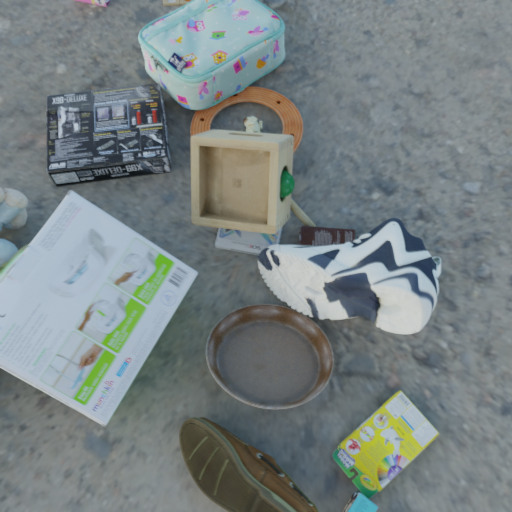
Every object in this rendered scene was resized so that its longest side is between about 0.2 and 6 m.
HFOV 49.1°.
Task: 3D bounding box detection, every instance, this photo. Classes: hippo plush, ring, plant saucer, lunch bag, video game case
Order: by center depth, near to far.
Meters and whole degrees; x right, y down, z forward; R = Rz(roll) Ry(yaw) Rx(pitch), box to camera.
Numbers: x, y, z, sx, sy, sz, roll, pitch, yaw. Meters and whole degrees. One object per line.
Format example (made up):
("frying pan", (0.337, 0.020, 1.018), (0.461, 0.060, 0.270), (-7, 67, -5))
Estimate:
("plant saucer", (0.229, 1.807, 9.975), (2.265, 0.363, 2.265), (5, 43, -5))
("hippo plush", (-5.337, -0.415, 10.609), (1.985, 1.581, 1.596), (-8, 66, -4))
("video game case", (-0.084, -0.703, 11.506), (1.262, 0.152, 1.385), (10, 68, 4))
("ring", (-0.207, -2.739, 12.201), (2.451, 0.235, 2.451), (0, 60, 1))
("lunch bag", (-1.047, -4.739, 12.550), (2.998, 1.155, 2.404), (-35, 67, -18))

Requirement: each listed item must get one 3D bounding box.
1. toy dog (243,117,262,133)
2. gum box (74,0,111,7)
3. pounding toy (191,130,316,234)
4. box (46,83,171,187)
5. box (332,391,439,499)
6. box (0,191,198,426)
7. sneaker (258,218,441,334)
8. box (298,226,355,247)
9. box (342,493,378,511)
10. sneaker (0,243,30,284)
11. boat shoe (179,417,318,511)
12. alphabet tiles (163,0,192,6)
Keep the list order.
("toy dog", (-0.074, -2.799, 12.269), (0.387, 0.537, 0.554), (3, 62, -35))
("gum box", (-3.901, -7.040, 13.967), (0.895, 0.522, 1.578), (14, 68, 7))
("pounding toy", (0.023, -1.337, 10.780), (2.138, 1.520, 1.968), (8, 111, 15))
("box", (-3.189, -2.631, 12.057), (2.512, 0.625, 1.981), (-8, 67, -4))
("box", (2.206, 3.275, 9.706), (1.691, 0.409, 0.992), (-36, 72, -17))
("box", (-2.955, 0.903, 9.633), (2.639, 1.446, 2.991), (33, 69, -11))
("sneaker", (1.897, 0.131, 10.633), (3.372, 1.346, 2.195), (8, 33, 33))
("box", (1.402, -0.245, 11.185), (1.107, 0.415, 0.554), (5, 67, 1))
("box", (1.356, 4.577, 9.031), (0.371, 0.621, 1.508), (35, 71, 14))
("sneaker", (-5.006, 0.811, 10.424), (1.406, 1.220, 3.174), (19, 59, 29))
("boat shoe", (-0.147, 3.700, 9.275), (2.754, 0.936, 0.991), (40, 112, 27))
("alphabet tiles", (-1.491, -7.208, 14.281), (2.535, 0.096, 2.119), (-1, 67, -1))
